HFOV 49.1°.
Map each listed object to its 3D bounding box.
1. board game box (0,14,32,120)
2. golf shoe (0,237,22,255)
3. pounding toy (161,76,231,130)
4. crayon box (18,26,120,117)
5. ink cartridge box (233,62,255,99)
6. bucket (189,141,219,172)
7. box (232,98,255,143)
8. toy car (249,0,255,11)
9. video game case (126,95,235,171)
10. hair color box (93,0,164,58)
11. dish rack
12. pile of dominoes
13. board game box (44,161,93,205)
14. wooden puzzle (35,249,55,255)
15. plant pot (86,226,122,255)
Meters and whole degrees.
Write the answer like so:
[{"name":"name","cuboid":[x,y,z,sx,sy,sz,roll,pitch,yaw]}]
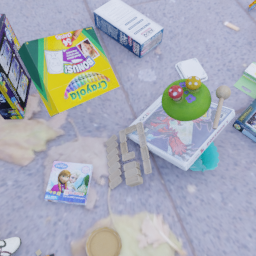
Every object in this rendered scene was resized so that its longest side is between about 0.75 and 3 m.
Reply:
[{"name":"board game box","cuboid":[-4.235,-1.991,9.597,0.799,2.816,2.328,-3,59,0]},{"name":"golf shoe","cuboid":[-3.589,3.311,7.685,1.298,0.572,0.501,-17,37,-33]},{"name":"pounding toy","cuboid":[1.611,-0.839,6.997,1.669,0.775,1.289,18,68,24]},{"name":"crayon box","cuboid":[-1.650,-1.735,8.363,2.392,0.697,2.064,-31,98,-38]},{"name":"ink cartridge box","cuboid":[4.956,-1.894,10.995,0.998,0.329,1.372,39,65,19]},{"name":"bucket","cuboid":[2.344,0.898,8.950,1.040,0.677,1.040,13,68,-35]},{"name":"box","cuboid":[5.264,-0.448,10.044,1.768,0.488,2.589,41,68,21]},{"name":"toy car","cuboid":[6.337,-4.827,12.650,0.893,1.316,2.684,-39,36,27]},{"name":"video game case","cuboid":[1.596,-0.139,9.255,2.527,0.319,2.774,-44,44,-18]},{"name":"hair color box","cuboid":[-0.010,-4.356,12.080,2.839,0.859,1.419,40,68,20]},{"name":"dish rack","cuboid":[2.569,-2.337,11.280,1.031,0.262,1.201,-16,62,-10]},{"name":"pile of dominoes","cuboid":[0.014,0.934,9.184,1.535,0.314,1.969,-23,57,22]},{"name":"board game box","cuboid":[-1.861,1.733,8.921,1.291,0.266,1.288,5,60,3]},{"name":"wooden puzzle","cuboid":[-2.325,3.953,7.750,0.704,0.083,1.187,-15,61,-8]},{"name":"plant pot","cuboid":[-0.687,3.380,8.048,1.042,0.143,1.042,0,59,0]}]
